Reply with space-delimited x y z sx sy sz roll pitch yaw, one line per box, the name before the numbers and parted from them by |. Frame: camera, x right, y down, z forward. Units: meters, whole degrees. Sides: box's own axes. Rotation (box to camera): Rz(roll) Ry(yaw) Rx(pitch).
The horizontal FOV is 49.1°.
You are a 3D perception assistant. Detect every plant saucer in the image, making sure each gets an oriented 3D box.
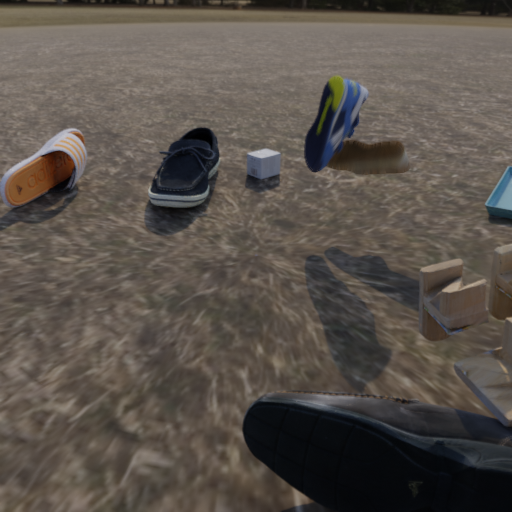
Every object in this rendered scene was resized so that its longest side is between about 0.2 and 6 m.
plant saucer | 5.064 -1.210 10.719 0.886 0.240 2.534 15 30 27

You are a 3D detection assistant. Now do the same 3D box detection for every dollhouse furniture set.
dollhouse furniture set | 3.121 1.053 5.075 2.532 1.648 2.326 -15 30 -10

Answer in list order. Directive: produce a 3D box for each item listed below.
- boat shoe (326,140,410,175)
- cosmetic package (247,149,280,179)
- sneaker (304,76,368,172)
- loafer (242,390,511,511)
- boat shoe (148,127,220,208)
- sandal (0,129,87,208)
boat shoe | 1.793 -1.564 9.349 1.563 0.504 0.557 11 64 43
cosmetic package | 0.156 -1.950 11.867 0.565 0.470 0.473 -23 35 -38
sneaker | 1.290 -2.056 9.070 0.682 1.658 0.613 -5 46 -30
loafer | 1.177 1.611 4.676 2.577 0.938 0.931 15 22 8
boat shoe | -1.369 -1.773 11.020 1.151 0.960 3.085 6 29 7
sandal | -3.854 -1.616 10.851 0.721 0.964 2.516 10 38 15
